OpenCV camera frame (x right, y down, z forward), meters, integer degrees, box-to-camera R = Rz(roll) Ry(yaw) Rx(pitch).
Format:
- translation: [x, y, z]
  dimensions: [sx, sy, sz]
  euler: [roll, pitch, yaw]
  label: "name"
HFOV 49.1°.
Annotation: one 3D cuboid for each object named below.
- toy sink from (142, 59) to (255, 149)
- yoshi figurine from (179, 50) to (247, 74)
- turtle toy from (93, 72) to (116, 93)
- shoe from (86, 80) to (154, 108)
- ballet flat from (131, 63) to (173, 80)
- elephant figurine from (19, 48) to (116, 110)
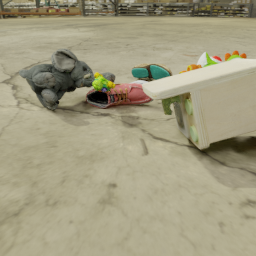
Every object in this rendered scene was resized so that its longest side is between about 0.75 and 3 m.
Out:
- translation: [1.995, -0.600, 7.031]
  dimensions: [2.853, 1.598, 1.860]
  euler: [-15, 15, -3]
  label: "toy sink"
- translation: [3.575, -1.825, 10.658]
  dimensions: [2.987, 1.672, 1.679]
  euler: [-12, 46, -13]
  label: "yoshi figurine"
- translation: [-0.851, -1.411, 9.018]
  dimensions: [0.709, 0.492, 0.973]
  euler: [35, 8, 7]
  label: "turtle toy"
- translation: [-0.259, -1.133, 9.981]
  dimensions: [2.467, 0.881, 1.122]
  euler: [6, 28, 24]
  label: "shoe"
- translation: [1.170, -2.553, 12.345]
  dimensions: [0.785, 0.848, 2.405]
  euler: [-36, 36, -30]
  label: "ballet flat"
- translation: [-2.108, -1.837, 9.879]
  dimensions: [2.499, 1.939, 1.768]
  euler: [-37, 19, -23]
  label: "elephant figurine"
